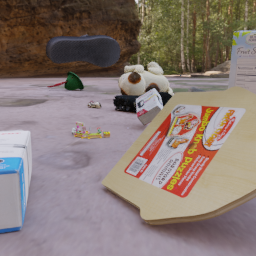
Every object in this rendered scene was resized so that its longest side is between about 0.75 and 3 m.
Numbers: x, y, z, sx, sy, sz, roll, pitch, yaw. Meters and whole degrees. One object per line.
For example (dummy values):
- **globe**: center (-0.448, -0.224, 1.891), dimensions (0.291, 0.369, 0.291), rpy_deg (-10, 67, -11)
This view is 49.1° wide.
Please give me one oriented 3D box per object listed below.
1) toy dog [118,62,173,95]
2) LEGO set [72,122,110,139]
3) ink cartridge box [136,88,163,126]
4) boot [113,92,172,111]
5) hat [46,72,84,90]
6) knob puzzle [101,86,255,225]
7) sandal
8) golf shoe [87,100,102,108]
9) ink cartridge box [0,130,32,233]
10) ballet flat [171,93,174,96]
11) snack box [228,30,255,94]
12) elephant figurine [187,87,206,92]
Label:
- **toy dog**: center (0.710, -2.234, 15.157), dimensions (2.879, 2.009, 2.791), rpy_deg (-11, 49, -44)
- **LEGO set**: center (-1.026, 0.039, 7.451), dimensions (1.104, 0.411, 0.508), rpy_deg (4, 13, 19)
- **ink cartridge box**: center (0.652, -0.661, 8.567), dimensions (0.735, 0.417, 1.008), rpy_deg (-30, 33, 20)
- **boot**: center (0.604, -1.107, 11.967), dimensions (2.198, 0.813, 1.801), rpy_deg (-9, 9, -41)
- **hat**: center (-4.720, -3.117, 21.620), dimensions (1.845, 1.736, 2.096), rpy_deg (-46, 28, -22)
- **knob puzzle**: center (0.985, 0.347, 3.769), dimensions (2.604, 0.361, 2.604), rpy_deg (-28, 30, 18)
- **sandal**: center (-1.198, -2.288, 7.988), dimensions (2.407, 0.915, 0.515), rpy_deg (-6, 39, -41)
- **golf shoe**: center (-1.515, -1.012, 12.684), dimensions (0.366, 0.321, 0.831), rpy_deg (-38, 34, -30)
- **ink cartridge box**: center (-2.079, 0.637, 3.832), dimensions (1.372, 0.792, 1.880), rpy_deg (-3, 13, -14)
- **ballet flat**: center (2.565, -1.740, 15.609), dimensions (0.421, 0.421, 1.175), rpy_deg (-12, 18, -43)
- **snack box**: center (2.499, -0.373, 4.768), dimensions (1.994, 2.365, 0.800), rpy_deg (-12, 17, -40)
- **elephant figurine**: center (2.628, -1.173, 11.875), dimensions (1.204, 1.098, 1.552), rpy_deg (27, -8, -9)
